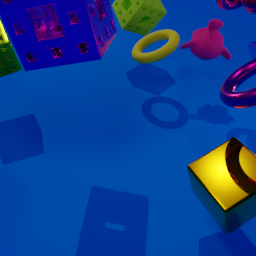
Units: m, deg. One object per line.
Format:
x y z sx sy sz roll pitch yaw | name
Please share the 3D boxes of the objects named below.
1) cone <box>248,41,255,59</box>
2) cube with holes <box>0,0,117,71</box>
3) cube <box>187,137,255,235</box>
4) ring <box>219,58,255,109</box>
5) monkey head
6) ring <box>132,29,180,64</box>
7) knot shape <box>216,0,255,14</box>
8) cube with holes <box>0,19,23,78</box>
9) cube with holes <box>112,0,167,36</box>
3.774 -1.945 6.927 1.084 1.080 1.080 -30 45 14 | cone
-1.133 -1.985 4.785 1.390 1.390 1.390 -5 34 15 | cube with holes
1.836 1.030 5.015 1.055 1.055 1.055 -31 48 -6 | cube
1.915 -0.720 4.129 1.190 0.238 1.190 -34 20 14 | ring
2.315 -2.482 8.014 1.514 1.089 0.912 12 76 -2 | monkey head
0.802 -2.418 8.278 1.478 0.296 1.478 -18 40 16 | ring
3.107 -3.360 6.585 1.635 0.807 1.747 -41 31 -21 | knot shape
-3.637 -2.086 7.347 1.111 1.111 1.111 -23 68 -13 | cube with holes
0.371 -4.025 9.473 1.130 1.130 1.130 -1 62 -42 | cube with holes
